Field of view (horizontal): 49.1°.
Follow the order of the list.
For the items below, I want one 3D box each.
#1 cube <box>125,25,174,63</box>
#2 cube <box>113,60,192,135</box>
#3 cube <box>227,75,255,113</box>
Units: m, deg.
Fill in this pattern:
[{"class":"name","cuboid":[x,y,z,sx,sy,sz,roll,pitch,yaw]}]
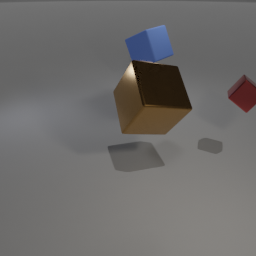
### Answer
[{"class":"cube","cuboid":[0.983,-3.708,12.860,1.400,1.400,1.400,-30,16,-39]},{"class":"cube","cuboid":[0.587,-0.748,7.428,1.400,1.400,1.400,1,61,-26]},{"class":"cube","cuboid":[3.395,-1.001,8.104,0.700,0.700,0.700,38,29,-2]}]
